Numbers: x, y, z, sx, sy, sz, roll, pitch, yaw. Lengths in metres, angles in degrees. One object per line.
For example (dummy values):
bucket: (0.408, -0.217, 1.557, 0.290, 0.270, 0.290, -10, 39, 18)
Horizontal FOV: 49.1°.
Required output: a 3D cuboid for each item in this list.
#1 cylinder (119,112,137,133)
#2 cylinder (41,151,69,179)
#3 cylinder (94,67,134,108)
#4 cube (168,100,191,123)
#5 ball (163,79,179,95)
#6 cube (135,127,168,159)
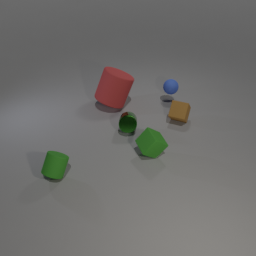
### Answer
cylinder: (0.002, -0.231, 10.908, 0.700, 0.700, 0.700, 1, 16, 1)
cylinder: (-2.285, 1.151, 8.788, 0.700, 0.700, 0.700, 18, 3, -1)
cylinder: (-0.612, -1.792, 12.387, 1.400, 1.400, 1.400, 20, 22, -9)
cube: (2.133, -0.676, 11.562, 0.700, 0.700, 0.700, 14, -5, 21)
ball: (1.960, -1.885, 12.819, 0.700, 0.700, 0.700, 0, 33, 0)
cube: (0.812, 0.521, 9.644, 0.700, 0.700, 0.700, 22, 29, -42)
